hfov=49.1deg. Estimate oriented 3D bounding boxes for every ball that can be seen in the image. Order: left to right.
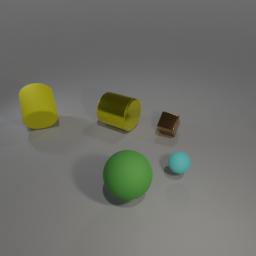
[{"bbox_3d":[-0.007,1.314,7.889,1.400,1.400,1.400,0,31,0],"label":"ball"},{"bbox_3d":[1.629,1.097,8.900,0.700,0.700,0.700,0,31,0],"label":"ball"}]

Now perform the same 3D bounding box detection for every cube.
[{"bbox_3d":[1.656,-0.150,11.372,0.700,0.700,0.700,17,71,21],"label":"cube"}]

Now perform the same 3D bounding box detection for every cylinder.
[{"bbox_3d":[-3.770,-0.904,11.761,1.400,1.400,1.400,-10,62,-16],"label":"cylinder"},{"bbox_3d":[-0.377,-0.717,11.890,1.400,1.400,1.400,18,36,27],"label":"cylinder"}]
